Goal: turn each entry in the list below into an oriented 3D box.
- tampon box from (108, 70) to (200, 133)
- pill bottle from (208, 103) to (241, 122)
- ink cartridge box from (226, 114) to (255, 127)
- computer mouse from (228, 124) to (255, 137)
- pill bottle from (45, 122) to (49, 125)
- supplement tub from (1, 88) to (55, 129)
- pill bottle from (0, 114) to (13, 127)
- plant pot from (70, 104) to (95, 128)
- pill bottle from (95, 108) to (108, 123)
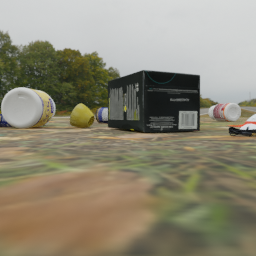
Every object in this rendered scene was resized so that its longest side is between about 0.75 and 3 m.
[{"bbox_3d":[0.758,-0.825,9.568,2.126,1.791,2.837,-1,3,-24],"label":"tampon box"},{"bbox_3d":[7.224,-1.171,21.168,1.348,1.348,2.461,-1,3,-15],"label":"pill bottle"},{"bbox_3d":[6.074,-0.354,11.954,2.813,0.803,2.286,3,2,-18],"label":"ink cartridge box"},{"bbox_3d":[3.159,0.045,7.378,0.724,0.289,1.320,0,3,32],"label":"computer mouse"},{"bbox_3d":[-4.237,-0.379,14.006,0.447,0.447,0.788,-1,2,-26],"label":"pill bottle"},{"bbox_3d":[-3.953,-0.801,11.468,1.571,1.571,2.161,0,4,3],"label":"supplement tub"},{"bbox_3d":[-5.214,-0.314,11.831,1.011,0.565,0.565,0,3,1],"label":"pill bottle"},{"bbox_3d":[-1.785,-0.401,11.376,0.705,0.993,0.993,25,10,16],"label":"plant pot"},{"bbox_3d":[-0.982,-0.728,16.378,1.680,0.940,0.940,2,3,27],"label":"pill bottle"}]
